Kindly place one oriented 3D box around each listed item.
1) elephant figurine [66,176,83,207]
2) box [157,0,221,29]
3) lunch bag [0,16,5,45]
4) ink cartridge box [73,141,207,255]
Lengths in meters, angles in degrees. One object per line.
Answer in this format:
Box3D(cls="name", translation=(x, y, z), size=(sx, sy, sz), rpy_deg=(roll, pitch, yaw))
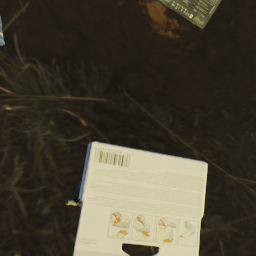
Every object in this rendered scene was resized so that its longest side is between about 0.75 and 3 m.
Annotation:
Box3D(cls="elephant figurine", translation=(-0.438, 1.400, 6.314), size=(1.412, 0.999, 1.095), rpy_deg=(-10, 49, 34))
Box3D(cls="box", translation=(1.663, -4.051, 7.690), size=(2.174, 0.555, 1.714), rpy_deg=(21, 114, -23))
Box3D(cls="lunch bag", translation=(-3.661, -2.427, 6.881), size=(0.879, 1.293, 0.856), rpy_deg=(-8, 87, 5))
Box3D(cls="ink cartridge box", translation=(0.237, 1.321, 4.720), size=(2.132, 0.464, 1.850), rpy_deg=(12, 78, -13))
